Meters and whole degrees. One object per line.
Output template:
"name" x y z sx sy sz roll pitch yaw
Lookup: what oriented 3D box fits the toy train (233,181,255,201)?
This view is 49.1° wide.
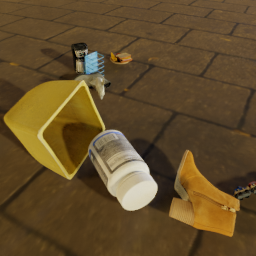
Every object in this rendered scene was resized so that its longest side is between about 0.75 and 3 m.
"toy train" 4.041 1.867 8.847 1.777 0.303 0.407 -13 37 -17

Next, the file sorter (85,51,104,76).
"file sorter" -1.700 -3.211 14.517 0.705 1.150 0.798 33 49 29

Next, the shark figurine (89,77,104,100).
"shark figurine" -1.260 -1.783 11.034 0.565 0.809 1.355 -4 35 -15

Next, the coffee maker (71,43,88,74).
"coffee maker" -2.614 -3.787 14.991 1.359 1.415 0.953 32 48 33

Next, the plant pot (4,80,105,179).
"plant pot" -2.668 -0.147 9.527 2.453 2.398 2.382 14 54 27

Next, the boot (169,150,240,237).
"boot" 2.365 1.896 8.469 1.886 0.927 2.635 14 44 8

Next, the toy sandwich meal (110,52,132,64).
"toy sandwich meal" -0.418 -4.109 16.147 1.365 0.468 1.365 0 39 0

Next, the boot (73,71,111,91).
"boot" -1.804 -2.180 13.699 1.788 0.605 1.168 -26 51 -26

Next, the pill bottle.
"pill bottle" -0.198 1.260 8.728 1.384 1.384 2.432 -18 42 -21
